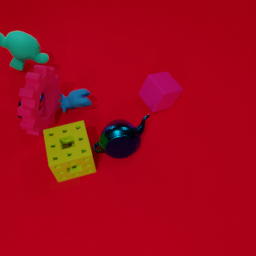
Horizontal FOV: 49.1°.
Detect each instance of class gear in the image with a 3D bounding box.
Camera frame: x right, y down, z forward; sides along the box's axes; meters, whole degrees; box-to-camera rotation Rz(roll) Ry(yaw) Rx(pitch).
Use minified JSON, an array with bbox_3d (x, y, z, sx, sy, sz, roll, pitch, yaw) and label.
[{"bbox_3d":[-2.478,-0.781,8.026,0.365,1.974,1.974,11,59,6],"label":"gear"}]

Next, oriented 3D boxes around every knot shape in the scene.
[{"bbox_3d":[-2.976,-0.596,8.487,0.529,1.072,1.146,25,56,-11],"label":"knot shape"}]

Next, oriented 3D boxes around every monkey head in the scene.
[{"bbox_3d":[-3.512,-2.480,9.179,1.771,1.274,1.067,23,12,-18],"label":"monkey head"}]

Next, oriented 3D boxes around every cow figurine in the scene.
[{"bbox_3d":[-1.689,-0.854,8.600,1.092,1.110,0.609,-9,88,1],"label":"cow figurine"}]

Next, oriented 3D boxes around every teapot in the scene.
[{"bbox_3d":[-0.180,0.224,7.927,1.917,1.192,0.938,-27,39,16],"label":"teapot"}]

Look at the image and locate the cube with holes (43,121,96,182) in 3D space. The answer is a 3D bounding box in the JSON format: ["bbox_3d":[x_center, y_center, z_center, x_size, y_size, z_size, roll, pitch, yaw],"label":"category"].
[{"bbox_3d":[-1.571,0.651,7.676,1.088,1.088,1.088,-14,58,-9],"label":"cube with holes"}]

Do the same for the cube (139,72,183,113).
[{"bbox_3d":[1.005,-1.131,8.754,0.848,0.848,0.848,-17,60,-36],"label":"cube"}]
